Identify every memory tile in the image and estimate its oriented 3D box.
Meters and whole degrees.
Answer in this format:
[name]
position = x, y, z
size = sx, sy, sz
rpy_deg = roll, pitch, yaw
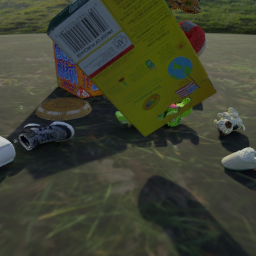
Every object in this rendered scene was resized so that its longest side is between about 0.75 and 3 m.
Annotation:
[memory tile]
position = 0.783, -3.673, 7.656
size = 2.414, 0.203, 1.851
rpy_deg = 19, 9, 14

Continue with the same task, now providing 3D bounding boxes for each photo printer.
[photo printer]
position = -4.247, 0.761, 7.304
size = 1.610, 0.672, 1.935
rpy_deg = 17, 29, 32

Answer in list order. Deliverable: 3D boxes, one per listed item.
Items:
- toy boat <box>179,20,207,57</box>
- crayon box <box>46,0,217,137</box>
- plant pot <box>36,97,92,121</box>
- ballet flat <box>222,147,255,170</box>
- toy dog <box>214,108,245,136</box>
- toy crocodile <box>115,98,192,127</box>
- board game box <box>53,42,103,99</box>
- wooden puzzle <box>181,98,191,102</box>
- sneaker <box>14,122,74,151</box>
[toy boat]
position = 1.199, -2.545, 9.040
size = 1.588, 2.429, 1.585
rpy_deg = 30, 19, -40
[crayon box]
position = 0.202, -1.288, 5.248
size = 1.847, 2.909, 0.739
rpy_deg = -32, 36, 16
[plant pot]
position = -2.628, -0.856, 11.495
size = 2.257, 0.310, 2.257
rpy_deg = -1, 24, 0
[ballet flat]
position = 3.392, 0.760, 7.390
size = 1.768, 0.614, 0.614
rpy_deg = -1, 24, -1
[toy dog]
position = 3.357, -0.091, 9.438
size = 1.011, 0.705, 0.980
rpy_deg = -23, 65, -44
[toy crocodile]
position = 0.967, -0.586, 10.149
size = 2.843, 0.878, 0.960
rpy_deg = -4, 24, -9
[board game box]
position = -1.816, -3.431, 14.135
size = 2.878, 2.880, 2.877
rpy_deg = -16, 28, -32
[wooden puzzle]
position = 2.423, -1.584, 13.056
size = 1.788, 0.447, 1.931
rpy_deg = 4, 29, 11
[sneaker]
position = -2.559, 0.282, 8.502
size = 1.728, 0.652, 0.983
rpy_deg = -1, 23, 12
